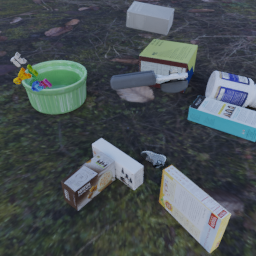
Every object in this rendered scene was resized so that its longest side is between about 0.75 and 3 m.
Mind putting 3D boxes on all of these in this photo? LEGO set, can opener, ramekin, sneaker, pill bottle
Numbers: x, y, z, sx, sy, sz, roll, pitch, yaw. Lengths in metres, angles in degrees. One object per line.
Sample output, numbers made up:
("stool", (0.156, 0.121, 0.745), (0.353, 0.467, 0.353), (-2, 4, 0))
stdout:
("LEGO set", (-2.893, -1.419, 8.000), (0.553, 1.348, 0.514), (-20, 44, 25))
("can opener", (0.487, -1.016, 6.244), (1.745, 0.580, 0.459), (-3, 20, 2))
("ramekin", (-3.268, -1.873, 12.879), (2.868, 1.401, 2.868), (0, 38, 0))
("sneaker", (0.848, 1.141, 9.897), (0.948, 0.356, 0.547), (10, 41, 10))
("pill bottle", (4.792, -1.632, 12.490), (2.317, 1.387, 1.387), (13, 39, 0))

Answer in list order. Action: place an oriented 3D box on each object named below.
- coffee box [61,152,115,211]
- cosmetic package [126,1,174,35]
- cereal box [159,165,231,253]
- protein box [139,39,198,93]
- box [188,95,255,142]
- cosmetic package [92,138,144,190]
("coffee box", (-1.195, 1.636, 8.765), (0.660, 0.948, 1.657), (28, 45, 31))
("cosmetic package", (0.997, -4.909, 12.490), (1.942, 0.876, 1.037), (19, 53, 11))
("cereal box", (1.705, 2.170, 7.650), (0.409, 1.487, 2.067), (-24, 45, -29))
("protein box", (2.063, -3.264, 14.467), (2.413, 1.628, 2.395), (14, 40, 17))
("box", (4.039, -0.447, 11.625), (2.841, 0.698, 1.169), (21, 43, 25))
("cosmetic package", (-0.377, 1.185, 9.446), (1.998, 0.825, 0.506), (30, 46, 34))
